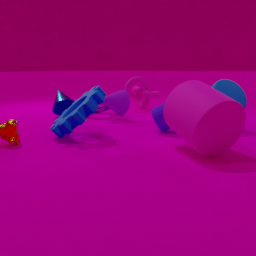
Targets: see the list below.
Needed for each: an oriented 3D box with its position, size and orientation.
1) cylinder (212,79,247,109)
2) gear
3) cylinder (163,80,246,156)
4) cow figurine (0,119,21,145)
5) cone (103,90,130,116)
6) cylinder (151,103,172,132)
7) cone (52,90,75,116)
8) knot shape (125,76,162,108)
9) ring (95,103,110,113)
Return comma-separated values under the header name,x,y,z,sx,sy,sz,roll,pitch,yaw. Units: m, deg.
name,x,y,z,sx,sy,sz,roll,pitch,yaw
cylinder,2.811,-0.734,8.554,1.109,1.109,1.109,-5,-22,-20
gear,-1.346,-0.450,7.590,1.734,0.321,1.734,-37,19,15
cylinder,1.661,-0.248,6.250,1.308,1.308,1.308,-5,30,-23
cow figurine,-3.337,0.105,6.832,1.254,1.234,0.688,-36,17,-2
cone,-0.594,-0.944,9.841,0.968,0.965,0.965,6,6,-40
cylinder,1.188,-0.372,8.147,0.763,0.763,0.763,-27,4,19
cone,-2.566,-1.132,10.787,0.948,0.948,0.952,-8,56,-30
knot shape,0.539,-1.613,12.308,1.511,0.746,1.615,38,-30,-31
ring,-1.254,-0.887,10.989,1.402,0.280,1.402,-7,-12,-1
